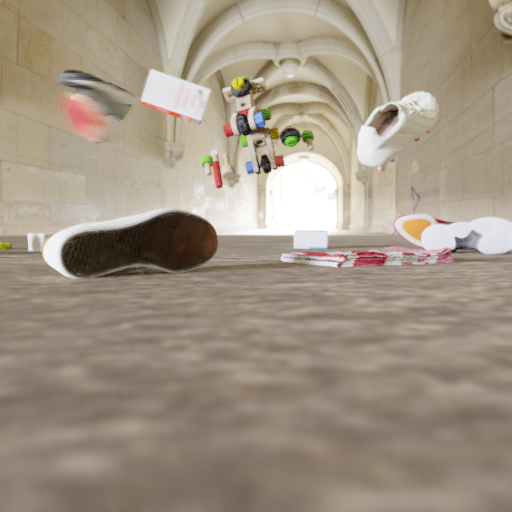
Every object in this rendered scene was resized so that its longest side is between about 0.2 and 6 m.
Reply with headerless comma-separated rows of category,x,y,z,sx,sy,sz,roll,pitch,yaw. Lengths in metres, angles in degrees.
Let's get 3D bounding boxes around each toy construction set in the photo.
toy construction set,-0.295,-2.871,12.633,2.383,1.831,1.987,-31,-34,33

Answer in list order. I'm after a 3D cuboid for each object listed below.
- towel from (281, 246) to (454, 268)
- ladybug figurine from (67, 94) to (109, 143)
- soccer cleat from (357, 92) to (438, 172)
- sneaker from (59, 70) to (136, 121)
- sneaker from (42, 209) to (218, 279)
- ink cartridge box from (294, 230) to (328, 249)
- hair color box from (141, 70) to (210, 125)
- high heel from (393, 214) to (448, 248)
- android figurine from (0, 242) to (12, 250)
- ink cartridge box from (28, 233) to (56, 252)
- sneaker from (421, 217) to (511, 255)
towel,1.783,-0.007,9.086,2.292,0.261,1.651,-2,2,-28
ladybug figurine,-3.006,-2.403,9.902,0.359,0.997,0.677,-36,-5,-30
soccer cleat,3.522,-3.308,13.586,1.130,1.265,3.261,23,53,32
sneaker,-3.279,-3.299,11.631,0.699,0.750,1.893,33,12,27
sneaker,-1.532,-0.188,6.930,2.208,0.804,0.935,-4,7,-40
ink cartridge box,1.522,-0.481,15.770,0.918,0.539,1.254,1,2,4
hair color box,-2.143,-4.229,14.991,1.636,0.907,0.523,18,-4,-5
high heel,4.961,-0.774,16.211,2.821,0.950,1.353,4,11,-18
android figurine,-7.087,-0.265,14.814,1.075,0.221,0.978,0,2,-38
ink cartridge box,-4.944,-0.338,13.797,0.769,0.446,1.062,2,4,41
sneaker,4.821,-0.460,12.550,2.103,0.794,1.197,-2,4,20
